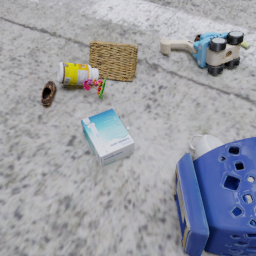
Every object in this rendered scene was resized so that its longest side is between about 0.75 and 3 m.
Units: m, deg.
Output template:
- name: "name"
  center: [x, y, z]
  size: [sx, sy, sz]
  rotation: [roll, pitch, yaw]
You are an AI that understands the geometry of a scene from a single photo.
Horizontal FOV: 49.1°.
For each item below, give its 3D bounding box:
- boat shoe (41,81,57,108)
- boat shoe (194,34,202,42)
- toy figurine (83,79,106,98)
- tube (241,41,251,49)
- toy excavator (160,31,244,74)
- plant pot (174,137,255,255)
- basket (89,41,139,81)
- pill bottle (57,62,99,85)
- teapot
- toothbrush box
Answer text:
- name: "boat shoe"
  center: [-3.112, -1.424, 10.989]
  size: [0.481, 0.480, 1.365]
  rotation: [-4, 50, 0]
- name: "boat shoe"
  center: [3.961, -4.106, 13.034]
  size: [1.821, 0.640, 0.641]
  rotation: [-11, 50, -10]
- name: "toy figurine"
  center: [-1.315, -1.634, 10.703]
  size: [0.796, 0.865, 0.650]
  rotation: [19, 48, -1]
- name: "tube"
  center: [5.357, -4.050, 13.253]
  size: [0.276, 0.247, 0.953]
  rotation: [9, 32, -44]
- name: "toy excavator"
  center: [3.164, -3.526, 12.325]
  size: [2.722, 1.398, 2.800]
  rotation: [-22, 41, -16]
- name: "plant pot"
  center: [2.375, 1.927, 7.148]
  size: [2.181, 2.426, 2.426]
  rotation: [-6, 52, 3]
- name: "basket"
  center: [-0.609, -2.916, 12.080]
  size: [2.010, 1.497, 1.434]
  rotation: [6, 19, 5]
- name: "pill bottle"
  center: [-1.982, -2.126, 11.121]
  size: [1.525, 0.833, 0.833]
  rotation: [1, 49, -23]
- name: "teapot"
  center: [2.555, 0.864, 8.930]
  size: [1.213, 0.898, 1.229]
  rotation: [36, 35, -8]
- name: "toothbrush box"
  center: [-0.695, 0.301, 9.443]
  size: [1.226, 0.714, 1.675]
  rotation: [-23, 55, -17]
